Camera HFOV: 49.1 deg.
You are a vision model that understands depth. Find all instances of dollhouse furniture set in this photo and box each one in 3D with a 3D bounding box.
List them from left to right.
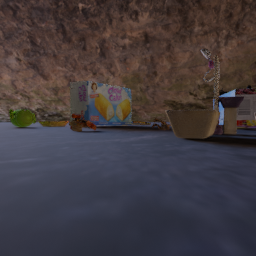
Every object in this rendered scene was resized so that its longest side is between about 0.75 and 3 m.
[{"bbox_3d":[1.321,-0.570,3.757,1.511,1.354,1.907,1,1,22],"label":"dollhouse furniture set"}]

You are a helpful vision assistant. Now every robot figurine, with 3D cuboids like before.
[{"bbox_3d":[-3.633,-0.336,9.614,0.919,0.606,1.048,15,-10,-42],"label":"robot figurine"}]

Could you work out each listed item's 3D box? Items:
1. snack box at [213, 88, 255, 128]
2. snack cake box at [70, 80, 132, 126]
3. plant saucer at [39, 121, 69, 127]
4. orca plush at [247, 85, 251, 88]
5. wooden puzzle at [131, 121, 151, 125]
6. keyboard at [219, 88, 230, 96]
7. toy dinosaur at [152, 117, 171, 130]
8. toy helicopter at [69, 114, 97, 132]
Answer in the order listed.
[{"bbox_3d":[4.022,-0.483,7.522,2.918,0.987,2.460,-1,0,6],"label":"snack box"},{"bbox_3d":[-1.008,-0.915,11.398,0.972,1.664,2.894,1,2,33],"label":"snack cake box"},{"bbox_3d":[-2.868,-0.163,10.806,0.858,0.208,0.858,2,3,44],"label":"plant saucer"},{"bbox_3d":[3.773,-0.677,9.578,0.645,1.816,0.955,-2,42,-22],"label":"orca plush"},{"bbox_3d":[0.546,-0.256,14.777,0.986,0.198,1.066,2,2,36],"label":"wooden puzzle"},{"bbox_3d":[3.104,-1.138,8.605,0.655,0.249,1.259,-7,2,33],"label":"keyboard"},{"bbox_3d":[0.822,-0.042,6.382,0.496,0.282,0.934,23,13,10],"label":"toy dinosaur"},{"bbox_3d":[-0.951,-0.044,5.776,0.562,0.335,0.850,9,12,-2],"label":"toy helicopter"}]
